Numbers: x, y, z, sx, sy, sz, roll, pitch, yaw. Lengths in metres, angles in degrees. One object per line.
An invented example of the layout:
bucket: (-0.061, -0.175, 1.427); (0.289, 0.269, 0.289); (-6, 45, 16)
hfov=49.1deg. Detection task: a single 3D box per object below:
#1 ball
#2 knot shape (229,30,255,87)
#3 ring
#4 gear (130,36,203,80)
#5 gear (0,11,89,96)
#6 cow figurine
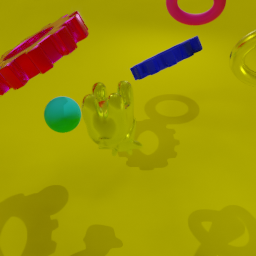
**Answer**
ball: (-1.447, -0.293, 6.220); (0.809, 0.809, 0.809); (0, 38, 0)
knot shape: (2.686, -1.521, 5.188); (1.857, 1.737, 0.858); (-5, 50, -31)
ring: (2.152, -4.002, 8.963); (1.883, 1.883, 0.377); (8, 70, 10)
gear: (1.044, -1.929, 7.775); (2.003, 0.370, 2.003); (-25, 12, 6)
gear: (-1.697, -1.384, 5.111); (2.082, 0.385, 2.082); (-24, 31, 16)
cow figurine: (-0.237, 0.003, 4.829); (0.880, 1.578, 1.604); (-2, 24, 9)
